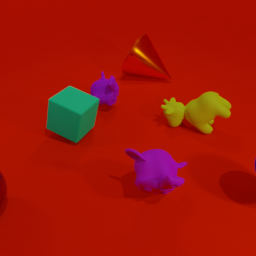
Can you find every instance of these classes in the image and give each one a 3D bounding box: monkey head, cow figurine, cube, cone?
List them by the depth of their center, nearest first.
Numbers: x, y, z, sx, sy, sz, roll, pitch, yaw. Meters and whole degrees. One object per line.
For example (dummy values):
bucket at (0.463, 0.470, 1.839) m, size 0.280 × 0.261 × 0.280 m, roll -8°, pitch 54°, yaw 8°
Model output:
monkey head at (0.645, 0.807, 5.452) m, size 1.459 × 1.050 × 0.879 m, roll 16°, pitch 65°, yaw -25°
cube at (-1.440, -0.370, 7.318) m, size 0.945 × 0.945 × 0.945 m, roll 25°, pitch 37°, yaw 11°
cow figurine at (1.782, -0.518, 7.618) m, size 1.516 × 1.540 × 0.845 m, roll 35°, pitch 41°, yaw -6°
monkey head at (-0.736, -1.188, 8.435) m, size 0.844 × 1.008 × 1.401 m, roll 13°, pitch 62°, yaw 8°
cone at (0.909, -2.251, 10.242) m, size 1.678 × 1.672 × 1.672 m, roll 36°, pitch 43°, yaw 6°

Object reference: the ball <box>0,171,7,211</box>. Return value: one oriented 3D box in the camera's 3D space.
ball at (-2.908, 1.194, 5.123) m, size 1.286 × 1.286 × 1.286 m, roll 0°, pitch 35°, yaw 0°
